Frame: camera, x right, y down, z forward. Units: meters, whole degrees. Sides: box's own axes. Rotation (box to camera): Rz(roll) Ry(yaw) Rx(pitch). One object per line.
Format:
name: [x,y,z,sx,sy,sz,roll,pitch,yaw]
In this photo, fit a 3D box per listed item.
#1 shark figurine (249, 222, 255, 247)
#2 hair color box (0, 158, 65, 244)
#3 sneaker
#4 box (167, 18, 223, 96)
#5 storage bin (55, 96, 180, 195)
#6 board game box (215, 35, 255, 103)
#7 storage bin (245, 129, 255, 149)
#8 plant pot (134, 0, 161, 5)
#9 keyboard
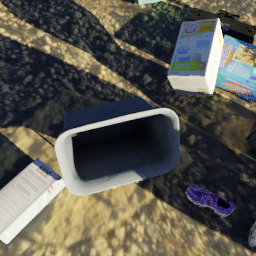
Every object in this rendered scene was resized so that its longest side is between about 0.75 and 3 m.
shark figurine: [4.191,1.996,6.430,2.706,1.129,1.617,3,88,11]
hair color box: [-2.538,1.698,6.773,0.918,0.563,1.855,31,59,24]
sneaker: [2.017,1.703,6.861,1.174,0.490,0.473,22,57,16]
box: [2.121,-2.155,8.606,1.183,1.066,2.104,6,68,30]
storage bin: [-0.333,0.305,7.189,2.806,2.042,1.885,-13,28,-9]
board game box: [4.046,-1.936,9.388,2.703,0.608,2.056,29,59,19]
storage bin: [4.197,0.327,7.593,1.481,1.078,0.995,-19,67,-13]
plant pot: [0.898,-6.026,11.851,1.512,1.610,1.610,-26,57,1]
keyboard: [3.717,-4.035,11.063,2.739,0.351,1.645,26,67,17]
